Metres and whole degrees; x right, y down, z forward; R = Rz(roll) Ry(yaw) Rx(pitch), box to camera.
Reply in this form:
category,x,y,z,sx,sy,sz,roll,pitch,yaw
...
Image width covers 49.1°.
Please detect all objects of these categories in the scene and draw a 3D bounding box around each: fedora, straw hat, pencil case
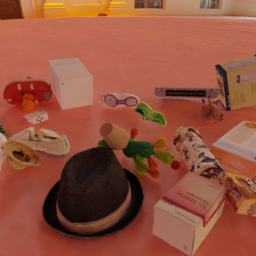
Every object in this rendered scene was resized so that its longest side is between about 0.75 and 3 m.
category,x,y,z,sx,sy,sz,roll,pitch,yaw
fedora,-0.915,1.448,7.539,2.989,1.365,2.989,0,28,0
straw hat,-3.526,1.032,9.113,1.333,0.564,1.333,34,13,-9
pencil case,2.161,0.900,8.807,0.984,1.131,2.529,-27,28,7

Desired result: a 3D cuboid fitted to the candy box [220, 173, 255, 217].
category,x,y,z,sx,sy,sz,roll,pitch,yaw
candy box,3.410,1.808,7.237,1.796,0.507,1.048,13,25,-14

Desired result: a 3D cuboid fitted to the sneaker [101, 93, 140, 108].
category,x,y,z,sx,sy,sz,roll,pitch,yaw
sneaker,-0.357,-1.339,13.554,1.889,0.707,0.941,8,16,10

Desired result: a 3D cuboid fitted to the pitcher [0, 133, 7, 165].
category,x,y,z,sx,sy,sz,roll,pitch,yaw
pitcher,-4.362,0.963,8.517,1.800,1.272,2.098,-5,34,14

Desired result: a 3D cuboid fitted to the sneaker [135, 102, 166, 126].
category,x,y,z,sx,sy,sz,roll,pitch,yaw
sneaker,0.899,-0.461,11.401,1.525,0.565,0.637,35,60,26

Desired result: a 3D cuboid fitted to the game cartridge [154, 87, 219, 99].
category,x,y,z,sx,sy,sz,roll,pitch,yaw
game cartridge,2.872,-1.671,13.566,2.938,0.595,1.959,4,10,17

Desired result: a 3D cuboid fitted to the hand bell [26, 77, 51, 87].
category,x,y,z,sx,sy,sz,roll,pitch,yaw
hand bell,-4.459,-2.309,15.346,1.052,1.052,2.021,23,25,37

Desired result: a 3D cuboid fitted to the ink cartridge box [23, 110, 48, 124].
category,x,y,z,sx,sy,sz,roll,pitch,yaw
ink cartridge box,-4.028,-0.454,12.223,0.534,0.312,0.921,24,36,37

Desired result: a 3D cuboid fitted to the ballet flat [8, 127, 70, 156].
category,x,y,z,sx,sy,sz,roll,pitch,yaw
ballet flat,-3.238,0.371,10.155,2.532,0.909,0.909,8,29,16

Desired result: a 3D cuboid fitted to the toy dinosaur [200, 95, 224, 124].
category,x,y,z,sx,sy,sz,roll,pitch,yaw
toy dinosaur,3.521,-0.714,12.292,0.733,1.158,1.709,17,-8,-7

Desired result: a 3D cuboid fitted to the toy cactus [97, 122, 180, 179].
category,x,y,z,sx,sy,sz,roll,pitch,yaw
toy cactus,0.043,0.463,8.573,2.873,2.371,1.469,21,76,37

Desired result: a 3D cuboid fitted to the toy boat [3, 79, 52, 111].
category,x,y,z,sx,sy,sz,roll,pitch,yaw
toy boat,-4.777,-1.451,13.345,2.187,1.427,1.429,-3,58,-6

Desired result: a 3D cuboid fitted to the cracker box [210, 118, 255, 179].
category,x,y,z,sx,sy,sz,roll,pitch,yaw
cracker box,4.319,0.708,9.488,1.933,0.833,2.887,24,36,38

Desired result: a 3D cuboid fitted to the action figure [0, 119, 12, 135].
category,x,y,z,sx,sy,sz,roll,pitch,yaw
action figure,-5.701,0.466,10.148,1.618,0.749,2.739,11,33,13

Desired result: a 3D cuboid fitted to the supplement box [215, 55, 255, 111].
category,x,y,z,sx,sy,sz,roll,pitch,yaw
supplement box,5.332,-2.112,13.121,1.980,1.982,1.331,-13,27,9

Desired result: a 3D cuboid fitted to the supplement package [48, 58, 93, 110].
category,x,y,z,sx,sy,sz,roll,pitch,yaw
supplement package,-2.922,-2.302,14.111,1.610,1.590,2.655,-11,36,-21

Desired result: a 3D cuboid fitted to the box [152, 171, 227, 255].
category,x,y,z,sx,sy,sz,roll,pitch,yaw
box,1.530,2.019,6.912,1.104,0.941,1.726,21,34,33
